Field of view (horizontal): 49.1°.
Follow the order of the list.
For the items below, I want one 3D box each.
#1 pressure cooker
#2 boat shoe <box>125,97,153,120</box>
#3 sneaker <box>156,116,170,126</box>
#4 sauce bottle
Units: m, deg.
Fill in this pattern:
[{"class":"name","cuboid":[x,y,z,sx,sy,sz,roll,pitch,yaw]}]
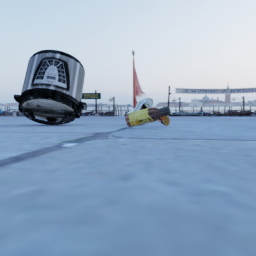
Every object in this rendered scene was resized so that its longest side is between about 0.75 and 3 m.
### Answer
[{"class":"pressure cooker","cuboid":[-2.690,-1.275,10.169,2.168,2.465,2.202,-11,-26,36]},{"class":"boat shoe","cuboid":[0.544,-0.648,10.592,0.534,0.614,1.665,1,29,39]},{"class":"sneaker","cuboid":[1.030,-0.339,9.112,0.820,0.307,0.370,39,-21,-34]},{"class":"sauce bottle","cuboid":[0.585,-0.358,8.002,1.309,0.432,0.432,-13,-2,19]}]
